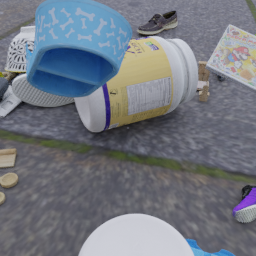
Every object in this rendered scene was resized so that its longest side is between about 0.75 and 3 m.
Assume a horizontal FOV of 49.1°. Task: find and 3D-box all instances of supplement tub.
[{"bbox_3d":[0.114,-1.220,7.374,2.915,2.120,2.120,-16,40,-19],"label":"supplement tub"},{"bbox_3d":[0.078,2.072,3.356,1.296,1.782,1.296,1,35,-1],"label":"supplement tub"}]

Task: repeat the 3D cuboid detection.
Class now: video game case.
[{"bbox_3d":[2.177,-1.256,5.137,1.185,0.136,1.079,29,72,9],"label":"video game case"}]

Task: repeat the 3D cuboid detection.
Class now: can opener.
[{"bbox_3d":[-3.191,-1.433,8.471,0.748,0.937,2.803,28,56,11],"label":"can opener"},{"bbox_3d":[3.138,-2.117,10.074,0.492,0.393,1.472,-24,31,24],"label":"can opener"}]

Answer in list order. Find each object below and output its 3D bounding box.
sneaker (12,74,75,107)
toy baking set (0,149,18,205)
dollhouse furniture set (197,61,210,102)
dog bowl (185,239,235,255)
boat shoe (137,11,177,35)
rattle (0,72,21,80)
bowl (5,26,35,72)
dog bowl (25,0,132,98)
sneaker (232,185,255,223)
[{"bbox_3d":[-2.000,-1.362,8.573,2.870,1.061,1.176,-3,31,-19],"label":"sneaker"},{"bbox_3d":[-3.568,1.099,5.851,2.617,0.304,2.008,-21,42,-25],"label":"toy baking set"},{"bbox_3d":[2.251,-1.538,8.985,0.771,0.659,1.488,8,39,10],"label":"dollhouse furniture set"},{"bbox_3d":[1.220,2.204,4.450,1.125,0.279,0.627,13,40,15],"label":"dog bowl"},{"bbox_3d":[1.451,-5.100,13.470,2.479,0.803,0.892,-25,44,-29],"label":"boat shoe"},{"bbox_3d":[-4.175,-1.983,9.607,0.921,0.658,0.600,-30,28,-25],"label":"rattle"},{"bbox_3d":[-2.917,-2.824,9.606,2.744,1.288,2.744,-3,22,1],"label":"bowl"},{"bbox_3d":[-0.810,-0.963,4.000,1.233,2.213,0.548,13,76,-25],"label":"dog bowl"},{"bbox_3d":[2.371,1.404,5.435,1.148,0.399,0.571,-13,35,-24],"label":"sneaker"}]
